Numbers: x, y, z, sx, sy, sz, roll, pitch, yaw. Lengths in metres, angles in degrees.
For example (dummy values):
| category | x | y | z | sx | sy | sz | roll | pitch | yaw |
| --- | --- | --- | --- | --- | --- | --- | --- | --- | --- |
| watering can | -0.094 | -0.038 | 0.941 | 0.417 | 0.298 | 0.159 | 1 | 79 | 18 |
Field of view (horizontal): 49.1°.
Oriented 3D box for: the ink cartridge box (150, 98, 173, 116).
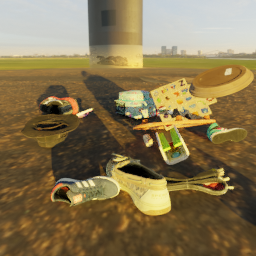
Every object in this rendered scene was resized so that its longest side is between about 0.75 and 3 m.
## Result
| category | x | y | z | sx | sy | sz | roll | pitch | yaw |
| --- | --- | --- | --- | --- | --- | --- | --- | --- | --- |
| ink cartridge box | 1.331 | -1.043 | 13.717 | 1.042 | 0.607 | 1.439 | -12 | 19 | -37 |

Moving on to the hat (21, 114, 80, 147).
| category | x | y | z | sx | sy | sz | roll | pitch | yaw |
| --- | --- | --- | --- | --- | --- | --- | --- | --- | --- |
| hat | -2.418 | 0.176 | 9.053 | 1.959 | 0.790 | 1.959 | -4 | 23 | 2 |

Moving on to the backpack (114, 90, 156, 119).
| category | x | y | z | sx | sy | sz | roll | pitch | yaw |
| --- | --- | --- | --- | --- | --- | --- | --- | --- | --- |
| backpack | 0.415 | -1.034 | 12.631 | 1.541 | 1.307 | 1.736 | -13 | 25 | -38 |

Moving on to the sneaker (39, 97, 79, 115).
| category | x | y | z | sx | sy | sz | roll | pitch | yaw |
| --- | --- | --- | --- | --- | --- | --- | --- | --- | --- |
| sneaker | -3.413 | -0.910 | 12.757 | 2.400 | 0.848 | 1.172 | 5 | 23 | 37 |

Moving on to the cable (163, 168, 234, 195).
| category | x | y | z | sx | sy | sz | roll | pitch | yaw |
| --- | --- | --- | --- | --- | --- | --- | --- | --- | --- |
| cable | 1.446 | 1.288 | 6.150 | 1.721 | 0.433 | 0.836 | -13 | 33 | -1 |

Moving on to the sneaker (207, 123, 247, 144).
| category | x | y | z | sx | sy | sz | roll | pitch | yaw |
| --- | --- | --- | --- | --- | --- | --- | --- | --- | --- |
| sneaker | 3.280 | 0.148 | 9.592 | 1.361 | 0.569 | 0.822 | -5 | 26 | -14 |

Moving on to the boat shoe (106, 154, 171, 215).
| category | x | y | z | sx | sy | sz | roll | pitch | yaw |
| --- | --- | --- | --- | --- | --- | --- | --- | --- | --- |
| boat shoe | 0.185 | 1.008 | 6.075 | 0.849 | 0.726 | 2.317 | -8 | 17 | -27 |

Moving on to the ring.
| category | x | y | z | sx | sy | sz | roll | pitch | yaw |
| --- | --- | --- | --- | --- | --- | --- | --- | --- | --- |
| ring | 1.551 | -0.180 | 9.628 | 2.783 | 0.267 | 2.783 | -3 | -3 | 0 |

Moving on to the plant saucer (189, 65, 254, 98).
| category | x | y | z | sx | sy | sz | roll | pitch | yaw |
| --- | --- | --- | --- | --- | --- | --- | --- | --- | --- |
| plant saucer | 2.416 | -1.283 | 7.427 | 1.668 | 0.246 | 1.668 | -18 | 25 | 9 |

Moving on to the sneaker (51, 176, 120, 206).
| category | x | y | z | sx | sy | sz | roll | pitch | yaw |
| --- | --- | --- | --- | --- | --- | --- | --- | --- | --- |
| sneaker | -0.865 | 1.298 | 5.543 | 1.379 | 0.517 | 0.583 | -6 | 15 | 12 |

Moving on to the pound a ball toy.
| category | x | y | z | sx | sy | sz | roll | pitch | yaw |
| --- | --- | --- | --- | --- | --- | --- | --- | --- | --- |
| pound a ball toy | 1.078 | 0.545 | 8.174 | 1.100 | 0.717 | 1.687 | -24 | 14 | 7 |

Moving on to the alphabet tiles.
| category | x | y | z | sx | sy | sz | roll | pitch | yaw |
| --- | --- | --- | --- | --- | --- | --- | --- | --- | --- |
| alphabet tiles | 2.128 | -1.051 | 10.602 | 2.135 | 1.784 | 0.081 | -21 | -25 | 5 |

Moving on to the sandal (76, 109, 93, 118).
| category | x | y | z | sx | sy | sz | roll | pitch | yaw |
| --- | --- | --- | --- | --- | --- | --- | --- | --- | --- |
| sandal | -2.119 | -0.563 | 12.649 | 1.237 | 0.304 | 0.503 | -26 | 12 | -33 |
